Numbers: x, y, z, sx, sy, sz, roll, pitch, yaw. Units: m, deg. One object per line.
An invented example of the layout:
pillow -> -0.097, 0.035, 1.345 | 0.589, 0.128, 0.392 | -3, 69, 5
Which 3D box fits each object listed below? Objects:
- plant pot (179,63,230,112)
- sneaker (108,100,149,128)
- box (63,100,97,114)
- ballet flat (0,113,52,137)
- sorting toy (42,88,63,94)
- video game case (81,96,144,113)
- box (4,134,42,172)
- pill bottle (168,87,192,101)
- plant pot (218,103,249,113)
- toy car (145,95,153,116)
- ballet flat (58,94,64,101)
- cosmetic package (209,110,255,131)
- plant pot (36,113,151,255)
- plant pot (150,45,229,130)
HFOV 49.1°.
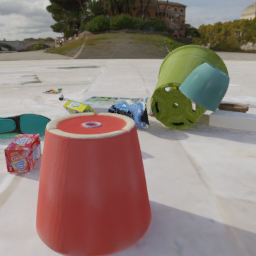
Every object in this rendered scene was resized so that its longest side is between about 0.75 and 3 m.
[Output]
plant pot -> 2.102, -1.143, 7.403 | 1.166, 0.936, 1.166 | 26, 25, -13
sneaker -> -0.045, -0.442, 10.275 | 1.112, 0.980, 2.495 | -15, 13, -21
box -> -1.332, -0.412, 8.592 | 0.351, 0.851, 1.450 | -50, 38, -16
ballet flat -> -3.582, -0.094, 9.285 | 2.275, 0.766, 0.801 | -2, 2, -12
sorting toy -> -4.545, -2.290, 17.177 | 0.894, 0.178, 1.209 | 6, 19, 18
video game case -> -0.848, -1.098, 13.164 | 2.751, 0.303, 2.507 | 4, 18, 14
box -> -2.646, 0.613, 7.157 | 0.578, 0.604, 1.211 | -1, 17, -3
pill bottle -> 3.431, -2.064, 14.459 | 2.460, 1.366, 1.366 | 9, 20, 26
plant pot -> 4.148, -0.635, 11.172 | 1.206, 0.556, 1.206 | 2, 14, -1
toy car -> 1.285, -0.916, 11.879 | 0.961, 0.850, 0.886 | 6, 3, -22
ballet flat -> -3.595, -1.664, 15.035 | 0.261, 0.262, 0.767 | -1, 18, -10
cosmetic package -> 3.983, -0.270, 10.209 | 1.845, 0.467, 0.761 | 10, 20, 29
plant pot -> -0.582, 0.755, 4.753 | 2.020, 1.787, 2.020 | 0, 17, 0
plant pot -> 2.128, -1.318, 10.558 | 2.924, 2.924, 2.776 | 7, 32, 22
